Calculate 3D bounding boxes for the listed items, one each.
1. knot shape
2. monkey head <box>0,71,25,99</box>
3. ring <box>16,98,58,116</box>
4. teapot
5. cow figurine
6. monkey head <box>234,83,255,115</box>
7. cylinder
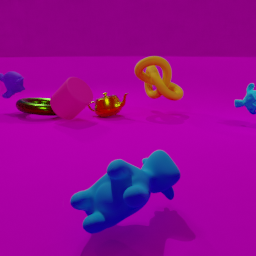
[{"bbox_3d":[1.232,-1.694,10.507,1.937,0.957,2.070,41,-10,15],"label":"knot shape"},{"bbox_3d":[-4.546,-1.690,10.845,1.400,0.843,1.007,14,49,26],"label":"monkey head"},{"bbox_3d":[-3.233,-0.835,10.746,2.017,0.403,2.017,7,12,-1],"label":"ring"},{"bbox_3d":[-0.705,-0.907,10.339,1.709,0.837,1.063,-9,13,18],"label":"teapot"},{"bbox_3d":[0.044,0.868,3.926,0.771,1.405,1.383,55,8,22],"label":"cow figurine"},{"bbox_3d":[3.982,-0.884,9.275,0.790,1.097,0.661,-1,20,33],"label":"monkey head"},{"bbox_3d":[-1.940,-1.011,9.653,1.087,1.087,1.087,-37,-6,33],"label":"cylinder"}]
